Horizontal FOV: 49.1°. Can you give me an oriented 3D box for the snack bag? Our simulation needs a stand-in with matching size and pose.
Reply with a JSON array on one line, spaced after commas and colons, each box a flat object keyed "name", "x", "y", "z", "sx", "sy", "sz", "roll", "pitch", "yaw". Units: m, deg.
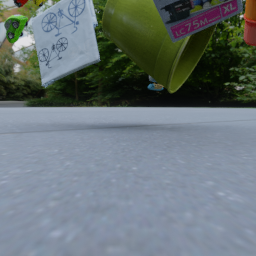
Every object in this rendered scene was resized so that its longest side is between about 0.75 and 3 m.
[{"name": "snack bag", "x": -1.963, "y": -2.820, "z": 8.838, "sx": 2.432, "sy": 2.579, "sz": 0.276, "roll": -18, "pitch": -12, "yaw": 26}]

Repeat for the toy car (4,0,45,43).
[{"name": "toy car", "x": -2.832, "y": -3.122, "z": 7.397, "sx": 0.452, "sy": 1.908, "sz": 2.028, "roll": 38, "pitch": 29, "yaw": -6}]

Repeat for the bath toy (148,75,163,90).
[{"name": "bath toy", "x": 0.940, "y": -2.324, "z": 10.172, "sx": 0.697, "sy": 1.885, "sz": 0.820, "roll": 1, "pitch": -9, "yaw": -30}]

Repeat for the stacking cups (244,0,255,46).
[{"name": "stacking cups", "x": 2.773, "y": -3.058, "z": 5.468, "sx": 0.887, "sy": 2.933, "sz": 0.887, "roll": -10, "pitch": 44, "yaw": 10}]

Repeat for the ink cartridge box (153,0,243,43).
[{"name": "ink cartridge box", "x": 1.065, "y": -2.783, "z": 4.935, "sx": 1.536, "sy": 0.540, "sz": 2.574, "roll": -21, "pitch": -35, "yaw": 18}]

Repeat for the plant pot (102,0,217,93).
[{"name": "plant pot", "x": 0.825, "y": -2.981, "z": 8.424, "sx": 2.794, "sy": 2.902, "sz": 2.902, "roll": 32, "pitch": 15, "yaw": 15}]
